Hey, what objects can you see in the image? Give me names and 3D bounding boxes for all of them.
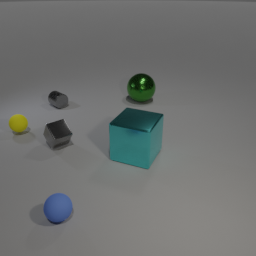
[{"bbox_3d":[-3.293,-1.340,13.209,0.700,0.700,0.700,-24,36,-38],"label":"cylinder"},{"bbox_3d":[0.644,-1.950,13.606,1.400,1.400,1.400,0,28,0],"label":"ball"},{"bbox_3d":[-2.496,0.218,9.947,0.700,0.700,0.700,-21,69,-35],"label":"cube"},{"bbox_3d":[0.297,0.296,9.379,1.400,1.400,1.400,12,30,21],"label":"cube"},{"bbox_3d":[-4.247,-0.183,10.853,0.700,0.700,0.700,0,28,0],"label":"ball"},{"bbox_3d":[-1.730,1.968,6.935,0.700,0.700,0.700,0,28,0],"label":"ball"}]
